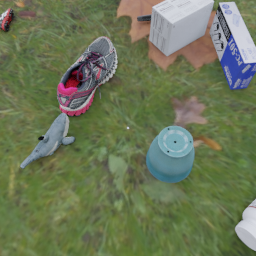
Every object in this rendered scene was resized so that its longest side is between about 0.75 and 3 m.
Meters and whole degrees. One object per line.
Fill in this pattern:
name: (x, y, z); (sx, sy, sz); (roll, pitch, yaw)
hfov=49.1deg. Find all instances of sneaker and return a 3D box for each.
sneaker: (-4.331, -3.832, 9.795); (0.496, 0.359, 1.015); (6, 61, 1)
sneaker: (-1.102, -1.672, 8.150); (1.135, 1.051, 2.814); (17, 61, 9)

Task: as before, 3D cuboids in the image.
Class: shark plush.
shark plush: (-2.163, 0.318, 7.197); (1.668, 0.695, 0.758); (-37, 67, -19)

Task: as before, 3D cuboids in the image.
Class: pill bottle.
pill bottle: (3.129, 1.932, 6.170); (1.536, 0.861, 0.861); (-35, 66, -19)

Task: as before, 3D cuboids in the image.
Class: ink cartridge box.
ink cartridge box: (3.199, -2.537, 8.568); (0.555, 1.180, 2.510); (-6, 60, -4)

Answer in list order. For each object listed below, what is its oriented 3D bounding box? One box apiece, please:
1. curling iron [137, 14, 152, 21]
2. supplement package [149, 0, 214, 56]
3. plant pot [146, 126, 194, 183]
curling iron: (1.573, -4.128, 9.934); (2.615, 0.334, 0.648); (-16, 101, -5)
supplement package: (1.672, -3.391, 8.973); (1.713, 1.334, 0.950); (-32, 65, -17)
plant pot: (1.075, 0.574, 6.798); (1.209, 1.136, 1.209); (0, 61, 0)
